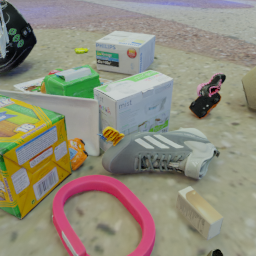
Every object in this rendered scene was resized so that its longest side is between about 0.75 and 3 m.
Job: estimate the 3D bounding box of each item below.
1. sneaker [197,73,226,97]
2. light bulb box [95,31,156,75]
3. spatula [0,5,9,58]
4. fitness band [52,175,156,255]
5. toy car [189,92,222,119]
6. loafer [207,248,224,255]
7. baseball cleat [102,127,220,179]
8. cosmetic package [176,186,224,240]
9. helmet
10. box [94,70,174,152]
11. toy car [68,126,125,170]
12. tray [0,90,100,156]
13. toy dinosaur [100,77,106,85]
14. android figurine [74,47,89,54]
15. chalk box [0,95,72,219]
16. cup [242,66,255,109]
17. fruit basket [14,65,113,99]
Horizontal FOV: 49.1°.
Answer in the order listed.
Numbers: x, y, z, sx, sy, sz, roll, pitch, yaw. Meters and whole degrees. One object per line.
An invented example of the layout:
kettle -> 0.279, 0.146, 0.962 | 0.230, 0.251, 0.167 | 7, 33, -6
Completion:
sneaker -> 2.359, -1.129, 7.561 | 1.047, 0.414, 0.500 | -36, 36, -21
light bulb box -> -0.078, -3.483, 12.874 | 2.135, 1.344, 2.154 | 13, 35, 19
spatula -> -2.892, -2.388, 6.297 | 0.110, 1.375, 0.956 | -1, 42, -7
fitness band -> -0.494, 1.755, 5.395 | 1.643, 0.428, 2.287 | -17, 36, -29
toy car -> 2.065, -1.088, 9.460 | 2.156, 1.058, 0.718 | 31, 11, 30
loafer -> 1.311, 2.369, 4.364 | 0.432, 0.400, 1.148 | 9, 33, 14
baseball cleat -> 0.875, 0.662, 6.560 | 2.844, 0.992, 1.514 | -15, 35, -21
cosmetic package -> 1.371, 1.639, 5.464 | 0.334, 0.495, 0.941 | -17, 37, -25
helmet -> -5.707, -3.728, 11.917 | 2.848, 2.987, 2.987 | -43, 47, -17
box -> 0.183, -0.397, 7.516 | 2.005, 1.769, 0.970 | -25, 40, -33
toy car -> -0.978, 0.256, 6.688 | 1.858, 0.618, 0.912 | -35, 38, 26
tray -> -2.106, -0.182, 7.409 | 2.911, 1.563, 0.323 | 7, 25, 11
toy dinosaur -> -1.330, -1.985, 11.422 | 0.624, 0.359, 1.235 | -21, 38, -33
android figurine -> -2.533, -4.184, 15.140 | 0.752, 0.170, 0.826 | 11, 32, 17
chalk box -> -2.902, 0.405, 6.279 | 2.758, 1.707, 1.716 | 17, 35, 24
cup -> 4.596, -1.332, 9.193 | 1.433, 2.004, 2.004 | -15, 27, 21
fruit basket -> -2.350, -1.653, 9.977 | 2.561, 1.296, 2.765 | -25, 40, -34
